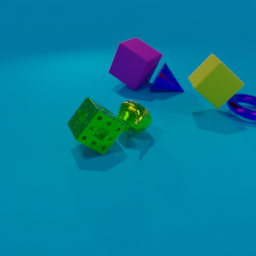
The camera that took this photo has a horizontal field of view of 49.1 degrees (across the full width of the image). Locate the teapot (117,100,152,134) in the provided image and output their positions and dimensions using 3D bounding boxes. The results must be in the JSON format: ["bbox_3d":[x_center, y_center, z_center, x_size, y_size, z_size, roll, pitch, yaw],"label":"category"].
[{"bbox_3d":[0.140,-0.246,8.104,1.086,0.855,1.747,34,-11,-12],"label":"teapot"}]

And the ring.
[{"bbox_3d":[4.153,-0.712,9.465,1.625,0.325,1.625,7,32,-4],"label":"ring"}]

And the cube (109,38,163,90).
[{"bbox_3d":[0.304,-2.618,11.367,1.388,1.388,1.388,36,38,12],"label":"cube"}]

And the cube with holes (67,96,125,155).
[{"bbox_3d":[-0.873,-0.071,7.534,0.960,0.960,0.960,33,9,-37],"label":"cube with holes"}]

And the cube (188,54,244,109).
[{"bbox_3d":[2.816,-1.518,9.077,1.110,1.110,1.110,37,22,-18],"label":"cube"}]

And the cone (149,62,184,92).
[{"bbox_3d":[1.703,-1.744,11.149,1.266,1.261,1.261,28,32,-4],"label":"cone"}]
